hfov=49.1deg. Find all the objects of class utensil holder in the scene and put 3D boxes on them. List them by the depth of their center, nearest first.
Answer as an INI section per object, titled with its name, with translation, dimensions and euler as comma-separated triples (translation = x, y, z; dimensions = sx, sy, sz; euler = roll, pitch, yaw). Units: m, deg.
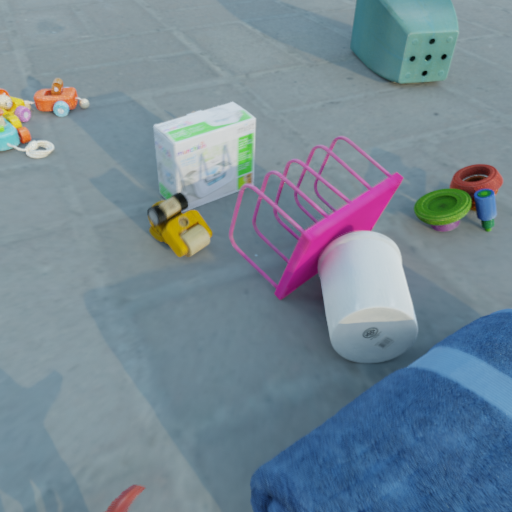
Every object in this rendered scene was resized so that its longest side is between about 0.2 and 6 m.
[utensil holder]
translation = 1.443, 0.542, 7.394
dimensions = 1.168, 1.168, 1.375
euler = 0, 41, 1

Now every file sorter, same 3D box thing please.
[file sorter]
translation = 0.818, -0.673, 8.365
dimensions = 2.109, 1.466, 1.323
euler = -32, 67, -33

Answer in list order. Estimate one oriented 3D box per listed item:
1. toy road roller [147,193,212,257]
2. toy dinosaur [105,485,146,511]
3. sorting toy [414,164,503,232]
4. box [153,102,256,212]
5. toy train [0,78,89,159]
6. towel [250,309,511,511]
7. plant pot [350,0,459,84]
[toy road roller]
translation = -1.298, -0.430, 9.053
dimensions = 0.653, 0.776, 1.063
euler = -36, 85, -34
[toy dinosaur]
translation = -1.184, 2.783, 3.914
dimensions = 1.131, 1.955, 2.154
euler = 0, 67, -18
[sorting toy]
translation = 3.570, -0.828, 9.551
dimensions = 1.813, 0.744, 1.089
euler = -36, 35, -21
[box]
translation = -0.893, -1.773, 9.959
dimensions = 1.638, 1.445, 0.792
euler = -23, 49, -27
[toy train]
translation = -5.004, -3.180, 12.210
dimensions = 2.202, 0.815, 2.932
euler = -1, 39, -1
[towel]
translation = 2.316, 1.879, 5.424
dimensions = 4.510, 1.094, 2.518
euler = -22, 41, -33
[plant pot]
translation = 3.924, -5.751, 14.554
dimensions = 2.033, 2.034, 2.878
euler = -6, 46, -7
